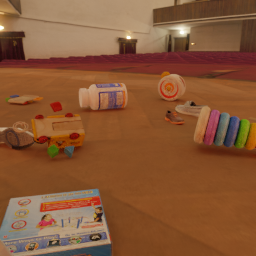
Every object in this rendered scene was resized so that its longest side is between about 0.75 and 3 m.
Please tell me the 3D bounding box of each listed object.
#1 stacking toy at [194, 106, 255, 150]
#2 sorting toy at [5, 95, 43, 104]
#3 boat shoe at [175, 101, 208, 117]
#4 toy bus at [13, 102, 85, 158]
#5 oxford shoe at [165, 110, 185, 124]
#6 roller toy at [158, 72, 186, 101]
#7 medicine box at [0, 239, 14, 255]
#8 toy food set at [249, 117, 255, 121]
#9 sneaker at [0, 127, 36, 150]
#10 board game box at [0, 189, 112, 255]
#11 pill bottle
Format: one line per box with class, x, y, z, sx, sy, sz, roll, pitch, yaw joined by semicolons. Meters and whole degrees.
stacking toy;3.472;0.225;8.413;2.783;1.188;1.188;15;20;15
sorting toy;-5.853;-1.558;15.790;2.263;0.308;1.274;7;22;22
boat shoe;3.008;-0.964;13.136;0.639;0.653;1.833;-13;21;-38
toy bus;-2.277;0.194;8.707;1.858;0.960;1.753;31;48;5
oxford shoe;1.957;-0.462;11.846;0.423;0.432;1.185;-9;19;-28
roller toy;2.544;-2.379;16.357;1.474;1.616;1.130;20;23;21
medicine box;-2.385;1.702;3.144;1.578;0.812;1.437;9;40;28
toy food set;4.185;0.098;10.280;2.063;0.325;1.311;-17;22;-24
sneaker;-3.766;0.233;9.131;1.932;0.720;0.842;7;13;20
board game box;-1.200;1.677;4.629;1.658;0.463;1.623;-4;17;-12
pill bottle;-1.270;-1.573;14.100;2.273;1.274;1.274;-6;18;-17
